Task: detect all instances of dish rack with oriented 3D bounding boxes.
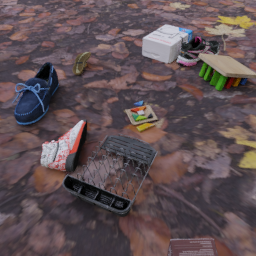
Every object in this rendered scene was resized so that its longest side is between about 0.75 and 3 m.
[{"bbox_3d":[-0.299,0.935,6.636,1.642,0.584,2.141,18,52,19],"label":"dish rack"}]

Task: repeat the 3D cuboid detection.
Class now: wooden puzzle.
[{"bbox_3d":[0.429,-0.428,8.748,0.927,0.161,1.374,-15,42,-17],"label":"wooden puzzle"}]

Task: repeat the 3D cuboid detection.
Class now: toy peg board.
[{"bbox_3d":[3.548,-2.024,10.370,1.587,0.780,1.594,-3,38,-28],"label":"toy peg board"}]

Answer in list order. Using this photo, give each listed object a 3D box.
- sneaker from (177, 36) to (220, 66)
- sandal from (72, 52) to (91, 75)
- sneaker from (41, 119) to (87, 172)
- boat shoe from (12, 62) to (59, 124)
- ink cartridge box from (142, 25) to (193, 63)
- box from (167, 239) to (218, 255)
[{"bbox_3d":[3.038,-3.332,11.598,2.294,0.990,0.921,-30,50,-32],"label":"sneaker"},{"bbox_3d":[-1.846,-2.542,11.184,0.552,0.371,1.374,4,54,13],"label":"sandal"},{"bbox_3d":[-1.692,0.356,7.449,0.963,0.600,1.797,6,43,3],"label":"sneaker"},{"bbox_3d":[-3.059,-1.237,9.091,1.168,0.953,2.777,0,40,0],"label":"boat shoe"},{"bbox_3d":[1.715,-3.688,12.152,1.422,0.821,1.948,24,45,26],"label":"ink cartridge box"},{"bbox_3d":[1.115,2.494,4.731,0.778,0.786,0.947,0,40,0],"label":"box"}]
